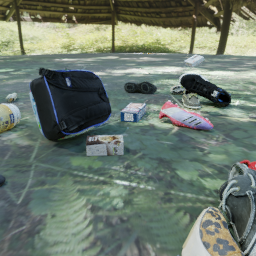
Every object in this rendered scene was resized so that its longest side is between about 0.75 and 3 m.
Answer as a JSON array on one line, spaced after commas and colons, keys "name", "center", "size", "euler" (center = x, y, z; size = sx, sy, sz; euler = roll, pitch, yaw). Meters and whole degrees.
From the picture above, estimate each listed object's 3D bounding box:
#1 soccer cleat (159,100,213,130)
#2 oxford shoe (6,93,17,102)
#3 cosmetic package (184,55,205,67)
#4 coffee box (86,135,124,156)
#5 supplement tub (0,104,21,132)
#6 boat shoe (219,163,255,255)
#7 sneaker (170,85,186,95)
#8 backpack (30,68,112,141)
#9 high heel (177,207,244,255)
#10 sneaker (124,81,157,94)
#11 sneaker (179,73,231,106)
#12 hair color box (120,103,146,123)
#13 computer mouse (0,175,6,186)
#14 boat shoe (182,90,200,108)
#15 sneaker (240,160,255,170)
[{"name": "soccer cleat", "center": [2.252, -0.326, 11.032], "size": [2.237, 0.855, 0.746], "euler": [30, 1, 30]}, {"name": "oxford shoe", "center": [-6.264, -1.642, 15.220], "size": [0.351, 0.457, 1.215], "euler": [39, 5, -12]}, {"name": "cosmetic package", "center": [2.749, -2.792, 11.631], "size": [0.574, 0.197, 0.761], "euler": [-32, 24, -1]}, {"name": "coffee box", "center": [-0.717, 0.534, 8.701], "size": [1.128, 0.450, 0.638], "euler": [-1, 19, -4]}, {"name": "supplement tub", "center": [-4.814, -0.357, 10.457], "size": [0.981, 0.981, 1.359], "euler": [9, 21, 24]}, {"name": "boat shoe", "center": [2.140, 1.410, 5.153], "size": [1.013, 1.029, 2.855], "euler": [27, 16, 16]}, {"name": "sneaker", "center": [3.424, -2.399, 16.918], "size": [1.752, 0.675, 0.744], "euler": [-1, 14, -5]}, {"name": "backpack", "center": [-1.992, -0.865, 9.715], "size": [1.831, 2.280, 2.491], "euler": [-16, 2, 43]}, {"name": "high heel", "center": [1.642, 2.076, 4.183], "size": [1.648, 0.825, 2.312], "euler": [28, 20, 21]}, {"name": "sneaker", "center": [0.814, -2.510, 17.169], "size": [2.003, 0.760, 0.909], "euler": [9, 12, 16]}, {"name": "sneaker", "center": [3.948, -1.937, 13.885], "size": [2.718, 0.993, 1.520], "euler": [21, 14, -10]}, {"name": "hair color box", "center": [0.252, -0.692, 12.236], "size": [0.761, 0.460, 1.522], "euler": [6, 20, 16]}, {"name": "computer mouse", "center": [-3.842, 1.258, 6.877], "size": [1.654, 0.281, 0.485], "euler": [0, 20, 0]}, {"name": "boat shoe", "center": [3.198, -1.487, 14.238], "size": [0.753, 0.630, 2.107], "euler": [3, 19, -2]}, {"name": "sneaker", "center": [2.996, 1.058, 6.980], "size": [1.370, 0.582, 0.527], "euler": [-17, 25, -40]}]
